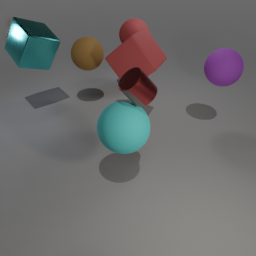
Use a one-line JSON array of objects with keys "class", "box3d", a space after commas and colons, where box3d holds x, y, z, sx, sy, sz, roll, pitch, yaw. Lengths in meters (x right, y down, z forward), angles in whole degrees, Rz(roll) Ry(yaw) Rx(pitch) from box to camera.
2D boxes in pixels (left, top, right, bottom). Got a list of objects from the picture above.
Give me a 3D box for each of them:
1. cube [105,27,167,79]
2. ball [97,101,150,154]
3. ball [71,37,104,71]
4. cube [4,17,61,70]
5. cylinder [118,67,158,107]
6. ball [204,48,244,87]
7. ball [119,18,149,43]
[{"class": "cube", "box3d": [0.317, -2.534, 10.180, 1.400, 1.400, 1.400, -30, 14, 36]}, {"class": "ball", "box3d": [-0.116, -0.017, 7.359, 1.400, 1.400, 1.400, 0, 33, 0]}, {"class": "ball", "box3d": [-1.731, -3.159, 11.949, 1.400, 1.400, 1.400, 0, 33, 0]}, {"class": "cube", "box3d": [-3.811, -3.312, 11.140, 1.400, 1.400, 1.400, -8, 49, -49]}, {"class": "cylinder", "box3d": [0.241, -0.979, 6.757, 0.700, 0.700, 0.700, -26, 43, 27]}, {"class": "ball", "box3d": [3.552, -2.248, 10.417, 1.400, 1.400, 1.400, 0, 33, 0]}, {"class": "ball", "box3d": [0.286, -4.334, 12.996, 1.400, 1.400, 1.400, 0, 33, 0]}]
